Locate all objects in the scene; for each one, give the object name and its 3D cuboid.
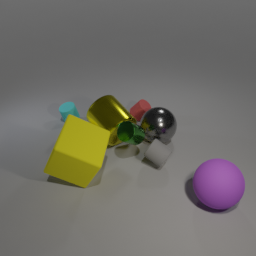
[{"bbox_3d":[0.550,-0.772,12.136,0.700,0.700,0.700,27,43,-29],"label":"cylinder"},{"bbox_3d":[0.101,0.178,9.331,0.700,0.700,0.700,25,2,35],"label":"cylinder"},{"bbox_3d":[0.997,0.832,9.353,0.700,0.700,0.700,37,41,8],"label":"cylinder"},{"bbox_3d":[1.152,-0.102,10.646,1.400,1.400,1.400,0,31,0],"label":"ball"},{"bbox_3d":[-0.625,-0.293,10.587,1.400,1.400,1.400,-24,59,-34],"label":"cylinder"},{"bbox_3d":[-1.542,0.724,8.541,1.400,1.400,1.400,24,46,-13],"label":"cube"},{"bbox_3d":[-2.516,-0.649,12.039,0.700,0.700,0.700,-10,42,9],"label":"cylinder"},{"bbox_3d":[2.541,1.562,7.885,1.400,1.400,1.400,0,31,0],"label":"ball"}]
